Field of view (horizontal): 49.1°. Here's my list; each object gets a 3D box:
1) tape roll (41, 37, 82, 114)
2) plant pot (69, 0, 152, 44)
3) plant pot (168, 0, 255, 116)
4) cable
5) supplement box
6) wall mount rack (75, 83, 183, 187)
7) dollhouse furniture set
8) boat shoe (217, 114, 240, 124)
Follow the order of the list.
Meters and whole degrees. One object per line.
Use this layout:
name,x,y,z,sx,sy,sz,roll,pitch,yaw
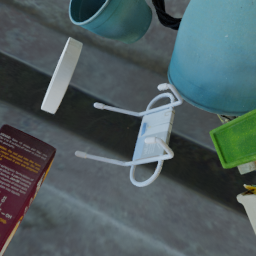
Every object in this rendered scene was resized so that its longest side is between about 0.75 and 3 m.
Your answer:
tape roll,-1.637,-1.286,6.903,0.352,1.925,1.925,22,74,-19
plant pot,-0.314,-3.014,7.107,1.736,1.632,1.736,-17,64,38
plant pot,2.549,-2.305,6.491,2.976,2.796,2.976,0,48,0
cable,1.521,-3.480,7.445,1.982,1.617,0.503,-13,33,-25
supplement box,-2.363,1.381,4.891,1.072,1.381,2.504,27,55,-7
wall mount rack,0.062,0.011,5.270,1.845,0.792,2.124,-15,44,37
dollhouse furniture set,2.595,0.933,4.764,1.215,1.586,2.421,-27,71,30
boat shoe,2.584,-0.379,7.023,0.681,0.570,1.906,-24,89,32
